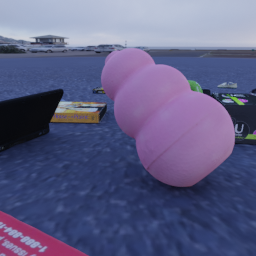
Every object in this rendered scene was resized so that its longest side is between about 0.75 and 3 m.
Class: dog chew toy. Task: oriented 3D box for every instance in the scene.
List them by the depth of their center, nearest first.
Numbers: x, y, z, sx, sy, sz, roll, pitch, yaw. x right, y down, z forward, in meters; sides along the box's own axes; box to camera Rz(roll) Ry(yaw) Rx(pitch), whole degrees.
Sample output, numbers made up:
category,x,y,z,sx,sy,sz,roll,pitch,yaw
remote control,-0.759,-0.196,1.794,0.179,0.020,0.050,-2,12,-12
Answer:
category,x,y,z,sx,sy,sz,roll,pitch,yaw
dog chew toy,0.491,-0.289,4.492,2.446,1.523,1.523,50,36,13

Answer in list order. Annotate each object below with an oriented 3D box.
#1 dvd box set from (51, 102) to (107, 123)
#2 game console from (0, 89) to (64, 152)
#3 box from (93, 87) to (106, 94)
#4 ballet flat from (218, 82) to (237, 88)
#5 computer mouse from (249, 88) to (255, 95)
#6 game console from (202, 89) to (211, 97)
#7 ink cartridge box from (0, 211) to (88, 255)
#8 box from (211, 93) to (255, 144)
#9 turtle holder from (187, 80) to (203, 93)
category,x,y,z,sx,sy,sz,roll,pitch,yaw
dvd box set,-1.828,-0.520,8.634,2.192,0.322,1.604,2,16,4
game console,-2.698,-0.217,6.140,1.819,1.204,2.068,9,19,26
box,-1.131,-1.719,12.817,0.820,0.202,0.655,4,19,14
ballet flat,5.006,-2.164,14.117,0.927,0.289,0.313,5,18,17
computer mouse,4.118,-0.557,8.471,1.648,0.628,2.381,9,31,22
game console,1.912,-0.814,9.720,1.838,1.070,1.617,7,49,28
ink cartridge box,-0.871,1.522,0.302,2.170,1.259,2.940,11,22,33
box,2.676,-0.282,6.818,1.117,0.935,1.503,1,16,5
turtle holder,1.084,-0.783,7.625,1.767,1.255,1.343,1,-6,-15
